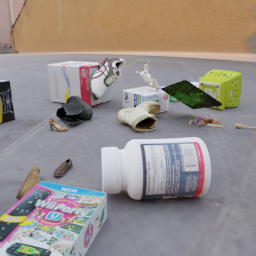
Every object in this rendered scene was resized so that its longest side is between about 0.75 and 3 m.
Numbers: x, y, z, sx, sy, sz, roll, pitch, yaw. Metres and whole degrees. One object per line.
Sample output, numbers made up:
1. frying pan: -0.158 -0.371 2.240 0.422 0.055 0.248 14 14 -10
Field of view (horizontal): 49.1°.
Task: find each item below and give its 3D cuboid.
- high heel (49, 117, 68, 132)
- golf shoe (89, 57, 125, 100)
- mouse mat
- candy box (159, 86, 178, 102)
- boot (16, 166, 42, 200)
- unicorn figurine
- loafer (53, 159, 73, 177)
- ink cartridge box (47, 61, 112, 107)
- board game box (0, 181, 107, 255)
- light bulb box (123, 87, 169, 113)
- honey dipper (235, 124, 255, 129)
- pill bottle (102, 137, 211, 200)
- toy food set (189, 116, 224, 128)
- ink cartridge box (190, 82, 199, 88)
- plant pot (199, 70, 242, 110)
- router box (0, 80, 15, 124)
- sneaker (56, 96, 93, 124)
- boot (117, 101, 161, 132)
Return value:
1. high heel: -2.696 -0.140 10.858 0.754 0.537 0.269 2 20 7
2. golf shoe: -1.037 -2.491 13.514 1.158 1.015 2.630 1 56 29
3. mouse mat: 2.551 -1.313 11.613 1.896 0.089 2.356 29 -8 -15
4. candy box: 2.417 -1.987 15.962 1.567 0.604 1.325 13 22 35
5. boot: -2.312 1.385 6.910 0.496 0.484 1.314 20 18 -11
6. unicorn figurine: 0.920 -2.442 13.147 0.656 1.776 1.220 -28 -11 19
7. loafer: -1.816 1.086 7.779 0.296 0.288 0.810 6 20 16
8. ink cartridge box: -2.564 -2.447 15.057 2.827 2.045 2.054 9 21 28
9. board game box: -1.471 1.866 5.023 1.570 0.684 2.128 6 20 15
10. light bulb box: 0.845 -1.310 13.417 1.621 1.021 1.636 -15 24 -36
11. honey dipper: 4.785 -0.024 11.118 1.003 0.190 0.190 9 21 15
12. pill bottle: 0.570 0.941 6.540 2.343 1.401 1.401 -1 20 -6
13. toy food set: 3.284 -0.271 11.705 1.382 0.218 0.879 6 20 15
14. ink cartridge box: 4.191 -2.308 16.778 1.129 0.652 1.556 -12 23 -30
15. plant pot: 4.532 -1.882 14.152 1.572 1.732 1.724 -24 29 -34
16. router box: -5.478 -1.023 11.550 0.455 1.743 1.371 13 23 32
17. sneaker: -2.558 -0.825 12.351 1.423 0.819 2.728 -8 24 -34
18. boot: 0.788 -0.476 11.500 2.088 0.752 1.614 -16 24 -25
